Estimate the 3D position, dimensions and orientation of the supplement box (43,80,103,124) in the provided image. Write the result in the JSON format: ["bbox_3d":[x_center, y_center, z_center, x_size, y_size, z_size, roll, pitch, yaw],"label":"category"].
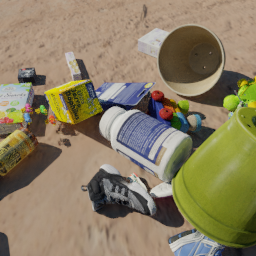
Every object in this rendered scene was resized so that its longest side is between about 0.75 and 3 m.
[{"bbox_3d":[-2.069,-0.987,10.308,1.206,1.199,2.202,-29,19,-26],"label":"supplement box"}]

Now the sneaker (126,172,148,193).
[{"bbox_3d":[0.270,1.838,8.867,0.424,0.320,0.908,-29,51,-13],"label":"sneaker"}]

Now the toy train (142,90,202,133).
[{"bbox_3d":[1.601,-0.895,10.989,1.708,1.249,2.951,-1,44,-16],"label":"toy train"}]

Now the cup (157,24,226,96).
[{"bbox_3d":[2.997,-2.954,12.153,2.858,2.858,2.044,28,29,25],"label":"cup"}]

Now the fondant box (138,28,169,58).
[{"bbox_3d":[1.945,-4.271,14.574,2.376,0.692,1.714,29,52,27],"label":"fondant box"}]

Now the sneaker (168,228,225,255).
[{"bbox_3d":[2.237,3.000,7.460,2.337,0.885,0.900,-15,69,-13],"label":"sneaker"}]

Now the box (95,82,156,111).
[{"bbox_3d":[-0.335,-1.261,11.172,2.720,0.441,1.647,6,41,38],"label":"box"}]

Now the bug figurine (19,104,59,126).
[{"bbox_3d":[-3.272,-0.480,10.213,1.395,0.359,1.082,3,40,-44],"label":"bug figurine"}]

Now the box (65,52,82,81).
[{"bbox_3d":[-2.649,-2.993,13.520,0.418,0.391,2.019,-13,47,-12],"label":"box"}]

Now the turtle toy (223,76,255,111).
[{"bbox_3d":[4.846,-1.233,11.354,1.949,0.985,1.421,-13,71,-9],"label":"turtle toy"}]

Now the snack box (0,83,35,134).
[{"bbox_3d":[-4.844,-0.814,11.187,1.746,0.650,2.455,-3,45,-3],"label":"snack box"}]

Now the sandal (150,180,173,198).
[{"bbox_3d":[1.999,1.821,8.555,2.636,1.073,0.648,-16,90,-6],"label":"sandal"}]

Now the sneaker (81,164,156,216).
[{"bbox_3d":[-0.357,2.087,8.234,2.318,0.875,1.319,31,53,34],"label":"sneaker"}]

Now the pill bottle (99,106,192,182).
[{"bbox_3d":[0.486,0.381,9.287,2.929,1.625,1.625,29,52,31],"label":"pill bottle"}]

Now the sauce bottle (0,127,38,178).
[{"bbox_3d":[-4.236,1.147,9.122,0.945,0.945,2.864,24,52,22],"label":"sauce bottle"}]

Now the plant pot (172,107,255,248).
[{"bbox_3d":[2.999,1.046,7.343,2.888,2.781,2.888,13,36,-10],"label":"plant pot"}]

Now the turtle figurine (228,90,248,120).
[{"bbox_3d":[4.572,-0.613,10.688,1.256,1.295,0.932,13,10,-18],"label":"turtle figurine"}]

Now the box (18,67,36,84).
[{"bbox_3d":[-4.653,-2.397,12.922,0.719,0.411,0.790,-7,46,-9],"label":"box"}]
